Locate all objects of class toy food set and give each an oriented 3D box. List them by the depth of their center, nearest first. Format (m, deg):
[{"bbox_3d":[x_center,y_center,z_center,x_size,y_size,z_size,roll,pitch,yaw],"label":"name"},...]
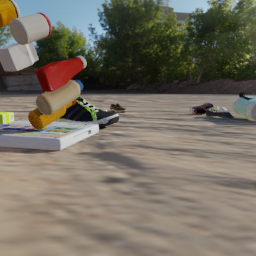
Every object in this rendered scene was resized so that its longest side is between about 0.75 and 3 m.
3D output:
[{"bbox_3d":[-1.708,-1.363,5.881,1.289,2.700,1.215,7,34,37],"label":"toy food set"}]

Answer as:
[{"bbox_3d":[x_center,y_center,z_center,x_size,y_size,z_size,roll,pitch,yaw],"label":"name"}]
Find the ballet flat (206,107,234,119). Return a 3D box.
[{"bbox_3d":[3.673,-0.633,11.299,0.489,0.489,1.338,-5,10,-30],"label":"ballet flat"}]

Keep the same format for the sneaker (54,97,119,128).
[{"bbox_3d":[-1.592,-0.590,8.754,2.668,1.105,0.957,2,9,15],"label":"sneaker"}]

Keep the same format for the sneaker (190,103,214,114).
[{"bbox_3d":[3.547,-0.825,12.868,1.265,0.479,0.731,-14,17,-17],"label":"sneaker"}]

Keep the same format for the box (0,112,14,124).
[{"bbox_3d":[-4.862,-0.326,9.490,1.635,0.390,0.997,0,8,-3],"label":"box"}]

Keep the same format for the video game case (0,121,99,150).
[{"bbox_3d":[-2.245,0.120,6.811,2.472,0.293,2.250,3,9,13],"label":"video game case"}]

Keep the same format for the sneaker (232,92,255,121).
[{"bbox_3d":[5.563,-0.923,10.769,2.948,1.085,1.739,-4,15,-9],"label":"sneaker"}]

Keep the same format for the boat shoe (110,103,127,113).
[{"bbox_3d":[-0.518,-1.016,13.905,0.442,0.442,1.196,-7,11,-41],"label":"boat shoe"}]
